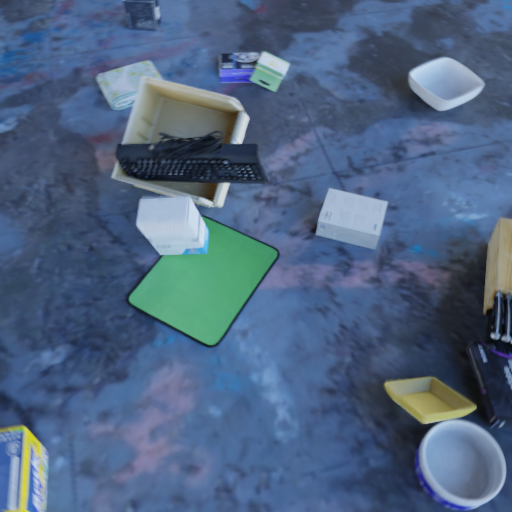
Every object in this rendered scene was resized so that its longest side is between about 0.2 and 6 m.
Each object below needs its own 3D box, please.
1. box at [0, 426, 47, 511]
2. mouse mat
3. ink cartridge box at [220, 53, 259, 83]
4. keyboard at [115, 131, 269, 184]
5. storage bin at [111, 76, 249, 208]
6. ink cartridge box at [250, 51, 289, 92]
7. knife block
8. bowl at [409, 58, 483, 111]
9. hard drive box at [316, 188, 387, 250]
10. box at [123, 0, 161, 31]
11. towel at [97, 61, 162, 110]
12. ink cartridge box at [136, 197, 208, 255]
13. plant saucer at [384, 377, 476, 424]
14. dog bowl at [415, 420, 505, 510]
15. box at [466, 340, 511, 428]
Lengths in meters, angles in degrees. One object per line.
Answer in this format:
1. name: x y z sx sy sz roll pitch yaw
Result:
1. box: -4.819 3.390 7.753 3.498 1.125 1.226 -8 54 -7
2. mouse mat: -0.964 0.386 10.612 2.024 0.095 2.515 25 59 18
3. ink cartridge box: -0.430 -4.830 14.360 1.003 0.220 1.013 -2 55 -2
4. keyboard: -1.341 -1.665 10.532 2.962 1.542 0.587 2 62 16
5. storage bin: -1.486 -2.236 11.357 2.112 0.997 2.127 17 89 12
6. ink cartridge box: 0.337 -4.650 14.104 0.730 0.240 1.003 24 54 -4
7. knife block: 4.360 0.583 9.787 2.129 0.776 2.425 -19 49 -19
8. bowl: 4.554 -4.113 13.636 1.425 0.533 1.427 -26 59 -18
9. hard drive box: 1.910 -0.749 11.195 1.222 0.469 0.952 15 55 11
10. box: -3.115 -6.688 15.322 0.842 0.857 0.531 3 52 2
11. towel: -3.053 -4.236 13.852 1.480 0.356 1.266 -22 54 -15
12. ink cartridge box: -1.506 -0.520 10.300 0.963 1.315 0.564 -1 64 10
13. plant saucer: 2.683 2.284 8.763 1.036 0.251 1.035 -1 15 -23
14. dog bowl: 3.016 3.115 8.354 1.205 0.474 1.205 0 53 0
15. box: 4.651 2.041 9.216 1.989 0.359 1.422 -4 53 -2
